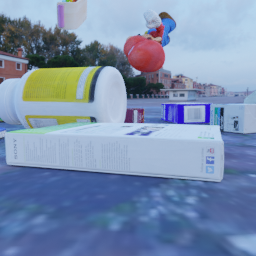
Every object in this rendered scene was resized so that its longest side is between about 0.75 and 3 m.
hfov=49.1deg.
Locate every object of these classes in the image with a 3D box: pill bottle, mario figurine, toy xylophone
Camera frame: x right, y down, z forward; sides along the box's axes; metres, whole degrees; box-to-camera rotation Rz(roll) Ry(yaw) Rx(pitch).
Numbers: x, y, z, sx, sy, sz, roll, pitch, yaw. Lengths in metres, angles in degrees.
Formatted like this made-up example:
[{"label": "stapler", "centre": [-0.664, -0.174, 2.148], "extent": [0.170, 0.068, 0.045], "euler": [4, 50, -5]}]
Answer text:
[{"label": "pill bottle", "centre": [-1.478, -0.573, 6.202], "extent": [2.663, 1.491, 1.491], "euler": [3, 6, 18]}, {"label": "mario figurine", "centre": [0.500, -2.492, 7.790], "extent": [1.341, 1.561, 2.529], "euler": [-3, 32, 26]}, {"label": "toy xylophone", "centre": [-1.528, -3.569, 8.029], "extent": [0.491, 1.430, 1.953], "euler": [8, 26, 1]}]

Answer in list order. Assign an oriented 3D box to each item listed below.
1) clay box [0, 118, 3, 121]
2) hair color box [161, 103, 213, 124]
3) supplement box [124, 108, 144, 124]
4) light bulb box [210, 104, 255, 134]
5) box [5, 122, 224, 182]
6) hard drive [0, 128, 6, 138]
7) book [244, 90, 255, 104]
[{"label": "clay box", "centre": [-4.091, -0.626, 11.400], "extent": [1.539, 0.638, 2.679], "euler": [1, 4, 18]}, {"label": "hair color box", "centre": [2.128, -0.596, 10.581], "extent": [1.290, 0.765, 2.360], "euler": [-1, 4, -7]}, {"label": "supplement box", "centre": [0.003, -0.339, 8.722], "extent": [0.723, 0.561, 1.309], "euler": [2, 6, 18]}, {"label": "light bulb box", "centre": [2.902, -0.270, 7.196], "extent": [1.119, 0.705, 1.129], "euler": [-3, 6, -28]}, {"label": "box", "centre": [-0.033, 0.199, 3.720], "extent": [2.438, 0.443, 1.760], "euler": [3, 6, 17]}, {"label": "hard drive", "centre": [-3.066, 0.172, 5.050], "extent": [1.127, 0.217, 1.708], "euler": [0, 5, -5]}, {"label": "book", "centre": [4.889, -0.521, 7.915], "extent": [2.769, 0.665, 1.850], "euler": [11, -2, 10]}]
